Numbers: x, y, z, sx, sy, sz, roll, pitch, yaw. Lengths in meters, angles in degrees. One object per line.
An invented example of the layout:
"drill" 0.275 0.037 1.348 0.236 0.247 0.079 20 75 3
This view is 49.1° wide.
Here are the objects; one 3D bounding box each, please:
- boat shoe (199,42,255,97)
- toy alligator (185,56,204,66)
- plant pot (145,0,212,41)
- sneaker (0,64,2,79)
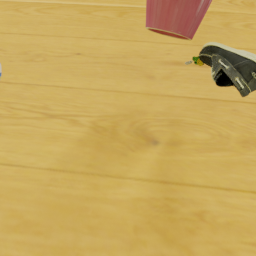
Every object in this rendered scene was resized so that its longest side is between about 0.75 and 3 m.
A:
"boat shoe" 2.339 -1.477 6.856 0.865 0.919 2.559 -50 27 11
"toy alligator" 2.299 -2.124 8.600 0.465 0.337 1.404 -30 28 -35
"plant pot" 1.411 -3.633 7.893 2.204 1.972 2.204 13 15 -4
"sneaker" -2.912 -1.214 5.212 1.240 0.510 0.458 25 19 -5
